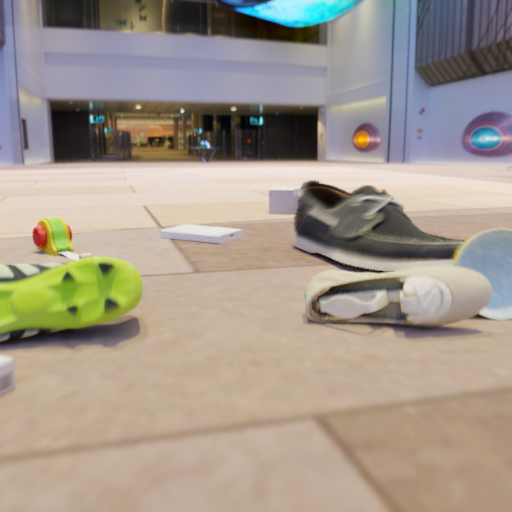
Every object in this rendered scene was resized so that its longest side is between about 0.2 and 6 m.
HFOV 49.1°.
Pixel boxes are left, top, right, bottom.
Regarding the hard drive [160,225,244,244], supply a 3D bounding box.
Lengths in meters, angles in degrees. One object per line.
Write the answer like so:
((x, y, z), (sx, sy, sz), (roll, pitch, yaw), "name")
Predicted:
((-1.027, -0.422, 10.670), (1.335, 0.178, 0.880), (6, 13, 29), "hard drive")

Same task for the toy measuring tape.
((-3.167, -0.306, 9.086), (0.630, 0.630, 1.713), (-11, 16, -42), "toy measuring tape")

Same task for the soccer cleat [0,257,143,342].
((-2.313, 0.443, 5.295), (2.473, 0.835, 1.002), (-3, -9, -7), "soccer cleat")

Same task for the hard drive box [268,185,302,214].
((1.087, -1.497, 14.780), (1.294, 0.638, 1.660), (1, 12, 10), "hard drive box")

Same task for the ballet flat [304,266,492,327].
((1.320, 0.439, 5.466), (1.818, 0.632, 0.632), (-4, 9, 23), "ballet flat")

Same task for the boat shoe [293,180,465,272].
((1.674, -0.461, 8.448), (1.256, 1.183, 3.498), (-2, 13, -28), "boat shoe")

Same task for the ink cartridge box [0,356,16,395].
((-2.631, 0.870, 4.101), (1.562, 0.290, 0.740), (7, 14, 21), "ink cartridge box")

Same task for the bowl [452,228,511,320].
((2.513, 0.189, 5.996), (0.954, 0.954, 0.513), (0, 0, 0), "bowl")
